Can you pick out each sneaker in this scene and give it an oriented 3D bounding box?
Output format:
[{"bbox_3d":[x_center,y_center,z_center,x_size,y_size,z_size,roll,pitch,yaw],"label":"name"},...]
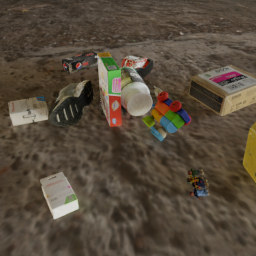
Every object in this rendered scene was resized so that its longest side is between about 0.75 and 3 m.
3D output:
[{"bbox_3d":[-2.252,-0.901,10.502,1.156,1.078,2.916,0,29,16],"label":"sneaker"},{"bbox_3d":[0.167,-2.729,13.098,1.299,0.809,2.423,16,35,22],"label":"sneaker"}]

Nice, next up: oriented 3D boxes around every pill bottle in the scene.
[{"bbox_3d":[0.133,-1.446,10.962,1.193,1.193,2.109,-10,39,-13],"label":"pill bottle"}]

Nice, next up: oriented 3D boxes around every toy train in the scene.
[{"bbox_3d":[1.031,-0.561,9.820,1.330,0.973,2.298,-43,39,2],"label":"toy train"}]

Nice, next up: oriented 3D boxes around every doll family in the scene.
[{"bbox_3d":[1.862,1.515,7.631,0.524,0.356,0.907,-2,39,-10],"label":"doll family"}]

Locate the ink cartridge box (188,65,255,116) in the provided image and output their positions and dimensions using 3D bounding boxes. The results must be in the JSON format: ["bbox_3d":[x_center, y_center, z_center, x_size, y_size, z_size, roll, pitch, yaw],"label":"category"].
[{"bbox_3d":[4.036,-1.621,11.464,2.423,0.910,1.996,-21,42,-24],"label":"ink cartridge box"}]

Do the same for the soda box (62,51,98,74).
[{"bbox_3d":[-2.362,-3.310,14.075,1.820,0.576,0.644,-26,43,-32],"label":"soda box"}]

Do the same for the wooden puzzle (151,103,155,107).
[{"bbox_3d":[1.446,-0.787,11.002,1.062,0.124,0.717,21,37,26],"label":"wooden puzzle"}]

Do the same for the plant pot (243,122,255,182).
[{"bbox_3d":[4.471,0.681,7.191,2.426,2.372,2.356,-10,37,-5],"label":"plant pot"}]

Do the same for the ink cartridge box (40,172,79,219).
[{"bbox_3d":[-1.809,1.719,7.298,0.671,0.385,1.145,-18,40,-23],"label":"ink cartridge box"}]

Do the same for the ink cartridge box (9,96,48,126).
[{"bbox_3d":[-3.683,-0.654,10.427,1.309,0.552,0.956,-12,38,-17],"label":"ink cartridge box"}]

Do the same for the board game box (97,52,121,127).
[{"bbox_3d":[-0.671,-1.395,10.086,0.436,2.161,1.653,-10,38,-13],"label":"board game box"}]
